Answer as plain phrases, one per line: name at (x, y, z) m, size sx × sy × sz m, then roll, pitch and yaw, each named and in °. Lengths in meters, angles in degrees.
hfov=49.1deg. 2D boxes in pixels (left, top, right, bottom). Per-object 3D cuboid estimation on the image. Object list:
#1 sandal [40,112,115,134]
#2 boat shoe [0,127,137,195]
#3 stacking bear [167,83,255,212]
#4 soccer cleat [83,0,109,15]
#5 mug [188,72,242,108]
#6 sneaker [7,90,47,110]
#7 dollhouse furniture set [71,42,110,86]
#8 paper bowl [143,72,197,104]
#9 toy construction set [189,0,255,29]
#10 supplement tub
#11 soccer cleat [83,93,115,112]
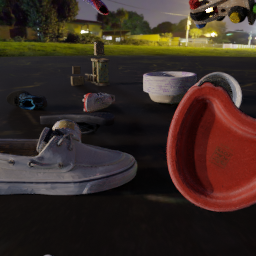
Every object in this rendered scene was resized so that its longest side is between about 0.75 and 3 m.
sandal at (-1.378, -0.134, 7.811) m, size 2.521 × 0.540 × 0.959 m, roll 1°, pitch 8°, yaw 35°
boat shoe at (-1.257, 0.483, 4.825) m, size 2.849 × 0.995 × 1.010 m, roll -1°, pitch 17°, yaw -2°
stacking bear at (1.515, 0.245, 4.905) m, size 1.650 × 1.545 × 2.717 m, roll 30°, pitch 11°, yaw 8°
soccer cleat at (-1.275, -4.867, 10.785) m, size 1.409 × 0.480 × 0.516 m, roll 27°, pitch 16°, yaw -45°
mug at (2.473, -0.687, 8.373) m, size 1.299 × 1.728 × 1.946 m, roll -24°, pitch 3°, yaw 2°
sneaker at (-3.814, -1.008, 10.196) m, size 1.699 × 0.622 × 0.696 m, roll 7°, pitch 19°, yaw 20°
dollhouse furniture set at (-2.119, -3.527, 15.406) m, size 2.027 × 2.292 × 1.274 m, roll -7°, pitch 19°, yaw -23°
paper bowl at (1.686, -1.656, 11.411) m, size 2.147 × 1.117 × 2.147 m, roll 0°, pitch 18°, yaw 0°
toy construction set at (2.332, -3.147, 6.043) m, size 1.676 × 2.009 × 1.544 m, roll -35°, pitch 40°, yaw -24°
supplement tub at (-1.360, 0.252, 6.095) m, size 0.679 × 0.679 × 0.939 m, roll -3°, pitch 18°, yaw -9°
soccer cleat at (-1.024, -0.967, 10.092) m, size 0.803 × 0.646 × 1.884 m, roll 0°, pitch 12°, yaw 14°
